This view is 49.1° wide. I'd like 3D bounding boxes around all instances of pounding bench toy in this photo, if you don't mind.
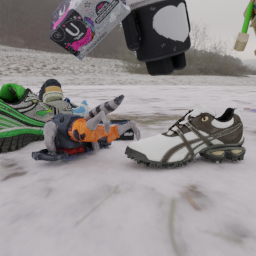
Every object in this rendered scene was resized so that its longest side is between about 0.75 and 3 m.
[{"bbox_3d":[4.068,-3.282,8.247,2.247,1.753,1.396,-8,-18,-2],"label":"pounding bench toy"}]

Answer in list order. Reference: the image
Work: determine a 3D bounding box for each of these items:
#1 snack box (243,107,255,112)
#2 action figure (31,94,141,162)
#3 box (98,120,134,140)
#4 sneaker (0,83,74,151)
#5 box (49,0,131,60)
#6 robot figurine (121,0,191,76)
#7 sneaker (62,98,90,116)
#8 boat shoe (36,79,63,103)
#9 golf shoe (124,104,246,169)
[{"bbox_3d":[5.110,-0.707,11.200,0.373,0.126,1.037,-4,11,-19],"label":"snack box"},{"bbox_3d":[-0.686,0.010,4.822,1.741,0.941,1.800,-5,2,28],"label":"action figure"},{"bbox_3d":[-0.416,0.033,6.710,1.028,0.279,1.283,-1,10,-3],"label":"box"},{"bbox_3d":[-2.118,-0.367,6.204,1.150,1.255,2.946,3,10,18],"label":"sneaker"},{"bbox_3d":[-0.940,-2.701,6.597,1.740,1.150,0.998,-36,-47,29],"label":"box"},{"bbox_3d":[0.965,-3.183,8.784,1.850,2.964,2.227,-9,19,17],"label":"robot figurine"},{"bbox_3d":[-2.215,-0.600,8.957,2.060,0.746,0.740,1,11,11],"label":"sneaker"},{"bbox_3d":[-2.679,-0.998,9.609,0.858,0.716,2.299,-6,-13,-23],"label":"boat shoe"},{"bbox_3d":[0.921,0.093,4.536,2.042,0.965,0.794,-5,12,-16],"label":"golf shoe"}]
